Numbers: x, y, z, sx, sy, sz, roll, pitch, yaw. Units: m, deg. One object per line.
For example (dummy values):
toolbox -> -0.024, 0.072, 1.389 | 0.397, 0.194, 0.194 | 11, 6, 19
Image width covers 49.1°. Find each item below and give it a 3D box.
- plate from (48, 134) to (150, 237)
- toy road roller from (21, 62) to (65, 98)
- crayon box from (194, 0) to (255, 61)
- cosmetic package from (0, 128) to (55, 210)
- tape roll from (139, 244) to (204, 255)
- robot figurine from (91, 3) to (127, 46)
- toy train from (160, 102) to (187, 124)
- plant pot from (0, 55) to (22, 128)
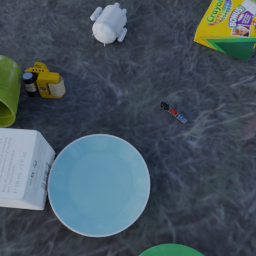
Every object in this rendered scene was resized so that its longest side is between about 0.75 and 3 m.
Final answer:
plate -> -0.823, 1.608, 8.141 | 2.923, 0.374, 2.923 | 1, 70, -4
toy road roller -> -2.776, -1.648, 9.361 | 1.410, 0.867, 1.030 | 6, 55, 1
crayon box -> 3.926, -3.921, 10.376 | 2.108, 0.712, 2.443 | 26, 69, 11
cosmetic package -> -3.402, 1.139, 7.635 | 2.170, 1.805, 1.816 | 3, 67, 3
tape roll -> 1.119, 4.311, 6.926 | 2.681, 0.644, 2.681 | 0, 66, 0
robot figurine -> -0.666, -3.763, 10.198 | 1.392, 0.927, 1.641 | 34, 69, -13
toy train -> 1.501, -0.508, 9.185 | 1.089, 0.249, 0.186 | 40, 73, 15
plant pot -> -4.199, -1.276, 8.813 | 1.870, 1.870, 1.801 | 6, 56, 3
